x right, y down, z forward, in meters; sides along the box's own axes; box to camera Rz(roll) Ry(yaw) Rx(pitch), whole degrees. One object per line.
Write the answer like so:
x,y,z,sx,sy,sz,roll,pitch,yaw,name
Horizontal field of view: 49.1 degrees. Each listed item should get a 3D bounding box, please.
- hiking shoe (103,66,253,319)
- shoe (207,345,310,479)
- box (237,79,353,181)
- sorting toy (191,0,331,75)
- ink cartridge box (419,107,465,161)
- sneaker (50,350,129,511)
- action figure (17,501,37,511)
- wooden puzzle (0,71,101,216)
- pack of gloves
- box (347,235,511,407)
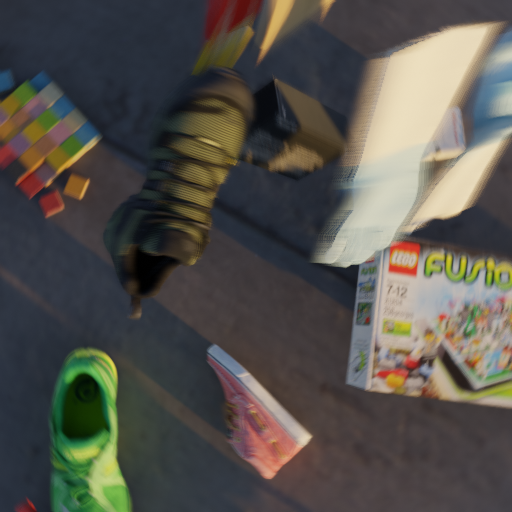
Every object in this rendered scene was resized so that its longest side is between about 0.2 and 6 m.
-0.830,-0.675,6.780,1.193,3.151,1.586,11,37,-33,hiking shoe
-0.219,2.511,9.035,0.993,0.780,2.183,-44,89,-9,shoe
0.442,-1.720,7.935,1.112,1.575,0.621,-22,67,41,box
0.667,-3.757,6.883,4.233,2.040,0.716,-40,89,-10,sorting toy
2.975,-2.097,9.747,1.095,0.454,0.804,-5,83,-1,ink cartridge box
-2.687,3.100,8.604,1.207,1.362,3.259,-7,81,-5,sneaker
-3.016,4.714,8.346,2.090,1.034,0.682,38,90,7,action figure
-3.873,-2.139,9.883,1.638,0.194,2.762,-43,85,-5,wooden puzzle
2.348,-1.102,6.720,2.935,3.494,0.689,-27,60,-25,pack of gloves
3.554,1.114,8.719,4.166,0.723,2.293,9,83,-14,box
